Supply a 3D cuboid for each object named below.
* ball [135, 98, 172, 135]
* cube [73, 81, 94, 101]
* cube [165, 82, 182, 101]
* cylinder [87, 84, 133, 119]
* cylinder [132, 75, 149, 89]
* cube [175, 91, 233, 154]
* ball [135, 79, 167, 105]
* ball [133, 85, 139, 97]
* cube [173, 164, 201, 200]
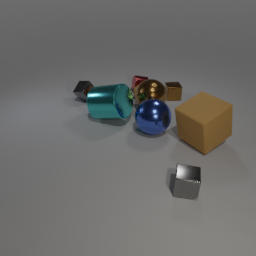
[{"bbox_3d":[0.964,-0.431,10.758,1.400,1.400,1.400,0,32,0],"label":"ball"},{"bbox_3d":[-2.017,-1.743,13.193,0.700,0.700,0.700,8,64,38],"label":"cube"},{"bbox_3d":[2.193,-1.789,13.641,0.700,0.700,0.700,-3,32,-5],"label":"cube"},{"bbox_3d":[-0.718,-1.063,11.467,1.400,1.400,1.400,0,27,33],"label":"cylinder"},{"bbox_3d":[0.618,-2.292,14.228,0.700,0.700,0.700,5,30,-16],"label":"cylinder"},{"bbox_3d":[2.698,-0.216,9.981,1.400,1.400,1.400,-32,41,-20],"label":"cube"},{"bbox_3d":[1.032,-1.469,12.468,1.400,1.400,1.400,0,32,0],"label":"ball"},{"bbox_3d":[0.610,-1.729,13.514,0.700,0.700,0.700,0,32,0],"label":"ball"},{"bbox_3d":[1.719,1.563,8.157,0.700,0.700,0.700,7,32,10],"label":"cube"}]
